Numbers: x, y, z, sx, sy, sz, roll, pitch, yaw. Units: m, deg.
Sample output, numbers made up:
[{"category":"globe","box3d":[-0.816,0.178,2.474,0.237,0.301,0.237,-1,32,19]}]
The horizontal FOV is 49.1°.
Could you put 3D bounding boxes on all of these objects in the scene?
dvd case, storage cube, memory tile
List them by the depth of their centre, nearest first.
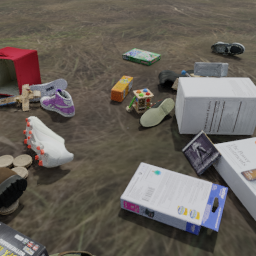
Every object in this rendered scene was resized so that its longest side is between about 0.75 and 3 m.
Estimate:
[{"category":"memory tile","box3d":[-4.118,1.702,8.728,1.864,0.204,2.432,-2,36,-3]},{"category":"dvd case","box3d":[2.454,0.809,9.469,0.108,1.002,1.347,30,21,-33]},{"category":"storage cube","box3d":[-5.508,-2.758,13.491,1.783,2.086,1.876,10,30,14]}]

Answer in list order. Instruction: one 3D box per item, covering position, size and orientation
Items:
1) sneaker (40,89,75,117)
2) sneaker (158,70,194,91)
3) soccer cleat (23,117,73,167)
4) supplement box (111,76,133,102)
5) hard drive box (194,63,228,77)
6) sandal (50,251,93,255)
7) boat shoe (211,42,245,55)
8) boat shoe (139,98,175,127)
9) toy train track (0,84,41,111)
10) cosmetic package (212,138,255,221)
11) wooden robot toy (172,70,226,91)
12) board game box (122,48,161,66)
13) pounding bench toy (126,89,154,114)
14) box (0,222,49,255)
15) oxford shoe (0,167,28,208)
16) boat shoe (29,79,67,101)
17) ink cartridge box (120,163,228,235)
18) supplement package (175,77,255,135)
[{"category":"sneaker","box3d":[-3.111,-1.294,12.193,1.949,1.111,0.706,19,41,26]},{"category":"sneaker","box3d":[2.681,-2.291,13.978,2.355,0.894,1.069,0,44,11]},{"category":"soccer cleat","box3d":[-2.908,0.479,9.940,1.120,1.001,2.887,1,27,-36]},{"category":"supplement box","box3d":[-0.272,-1.924,13.537,0.575,0.595,1.729,13,35,14]},{"category":"hard drive box","box3d":[3.586,-2.514,12.017,1.130,0.557,1.450,9,16,28]},{"category":"sandal","box3d":[-1.161,2.978,5.897,2.659,0.759,1.056,-15,26,28]},{"category":"boat shoe","box3d":[6.292,-4.991,17.768,0.637,0.798,2.110,-27,31,-34]},{"category":"boat shoe","box3d":[1.139,-0.612,11.706,1.894,0.693,0.594,-37,15,-29]},{"category":"toy train track","box3d":[-5.104,-1.340,12.452,2.384,0.388,1.367,-11,66,2]},{"category":"cosmetic package","box3d":[4.262,1.481,8.570,2.251,0.772,2.986,-7,36,-14]},{"category":"wooden robot toy","box3d":[3.517,-1.891,12.775,2.911,1.282,1.321,-9,29,-28]},{"category":"board game box","box3d":[0.845,-4.410,17.295,1.983,0.289,1.334,23,41,28]},{"category":"pounding bench toy","box3d":[0.462,-1.183,12.224,1.115,0.870,0.693,-12,37,-16]},{"category":"box","box3d":[-3.143,3.064,6.316,2.140,0.517,1.695,13,37,29]},{"category":"oxford shoe","box3d":[-4.157,2.039,7.408,1.167,1.005,2.766,31,45,22]},{"category":"boat shoe","box3d":[-3.912,-1.779,13.282,2.146,0.761,0.749,-22,4,-8]},{"category":"ink cartridge box","box3d":[1.320,1.990,8.004,2.694,0.565,1.607,12,38,22]},{"category":"supplement package","box3d":[3.430,-0.885,11.052,2.852,1.708,1.729,1,35,1]}]
